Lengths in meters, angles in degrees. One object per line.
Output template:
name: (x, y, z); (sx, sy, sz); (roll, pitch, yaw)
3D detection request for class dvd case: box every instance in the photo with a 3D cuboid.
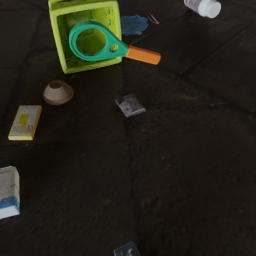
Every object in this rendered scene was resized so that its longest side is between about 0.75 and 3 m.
dvd case: (0.078, -0.843, 10.261); (0.762, 0.082, 1.025); (-20, 50, -18)

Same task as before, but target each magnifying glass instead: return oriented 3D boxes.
magnifying glass: (-0.299, -2.196, 7.697); (2.635, 1.049, 0.295); (9, 43, -24)

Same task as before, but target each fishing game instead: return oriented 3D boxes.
fishing game: (0.166, -5.112, 14.077); (2.611, 0.406, 1.869); (-20, 49, -8)

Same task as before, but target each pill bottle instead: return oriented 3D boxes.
pill bottle: (4.023, -6.723, 15.064); (1.100, 1.100, 1.987); (-21, 51, -19)

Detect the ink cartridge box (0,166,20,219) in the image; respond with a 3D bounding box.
ink cartridge box: (-3.434, 1.747, 7.520); (0.912, 0.534, 1.262); (-11, 49, -10)

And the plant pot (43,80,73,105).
plant pot: (-2.653, -1.433, 10.516); (1.132, 0.523, 1.132); (-1, 47, 1)

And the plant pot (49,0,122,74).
plant pot: (-1.867, -4.121, 11.714); (2.599, 2.612, 2.370); (-15, 41, -14)

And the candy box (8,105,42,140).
candy box: (-3.492, -0.213, 9.587); (0.771, 0.199, 1.508); (2, 47, -2)

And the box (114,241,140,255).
box: (0.325, 3.346, 5.384); (0.474, 1.467, 1.860); (-20, 49, -17)
